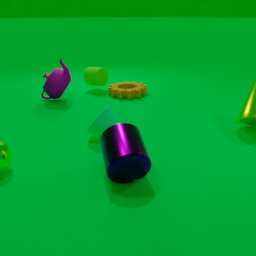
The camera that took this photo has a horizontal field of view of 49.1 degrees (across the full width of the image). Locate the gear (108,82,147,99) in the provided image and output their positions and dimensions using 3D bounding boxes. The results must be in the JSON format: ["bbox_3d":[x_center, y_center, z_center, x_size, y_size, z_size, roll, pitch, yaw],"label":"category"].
[{"bbox_3d":[-0.021,-1.555,11.366,1.526,0.282,1.526,-1,23,0],"label":"gear"}]

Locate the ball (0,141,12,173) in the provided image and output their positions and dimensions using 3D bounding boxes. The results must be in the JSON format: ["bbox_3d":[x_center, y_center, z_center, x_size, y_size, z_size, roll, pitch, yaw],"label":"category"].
[{"bbox_3d":[-2.844,0.615,5.930,0.729,0.729,0.729,0,24,0],"label":"ball"}]

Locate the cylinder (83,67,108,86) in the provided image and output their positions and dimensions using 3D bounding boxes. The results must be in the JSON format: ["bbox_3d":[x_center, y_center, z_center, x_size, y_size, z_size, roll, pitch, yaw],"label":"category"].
[{"bbox_3d":[-1.347,-2.164,11.763,0.759,0.759,0.759,10,25,33],"label":"cylinder"}]

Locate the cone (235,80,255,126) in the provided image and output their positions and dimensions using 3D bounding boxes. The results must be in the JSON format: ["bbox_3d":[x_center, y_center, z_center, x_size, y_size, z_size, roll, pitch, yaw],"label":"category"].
[{"bbox_3d":[3.781,-0.951,7.822,1.543,1.549,1.543,1,-9,0],"label":"cone"}]

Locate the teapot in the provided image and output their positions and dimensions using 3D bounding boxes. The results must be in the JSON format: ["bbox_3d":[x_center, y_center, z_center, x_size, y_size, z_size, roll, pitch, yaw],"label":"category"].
[{"bbox_3d":[-2.655,-1.736,10.293,0.925,1.889,1.175,32,31,-18],"label":"teapot"}]

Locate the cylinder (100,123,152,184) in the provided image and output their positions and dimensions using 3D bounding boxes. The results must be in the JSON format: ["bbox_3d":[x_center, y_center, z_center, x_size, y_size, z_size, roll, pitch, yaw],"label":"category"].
[{"bbox_3d":[-0.070,0.513,5.710,0.904,0.904,0.904,-6,44,-12],"label":"cylinder"}]

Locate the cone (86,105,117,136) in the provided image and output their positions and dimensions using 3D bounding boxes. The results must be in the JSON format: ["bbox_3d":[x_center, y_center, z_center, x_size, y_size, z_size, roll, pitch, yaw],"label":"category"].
[{"bbox_3d":[-0.446,0.053,7.454,0.948,0.944,0.944,39,28,-2],"label":"cone"}]
